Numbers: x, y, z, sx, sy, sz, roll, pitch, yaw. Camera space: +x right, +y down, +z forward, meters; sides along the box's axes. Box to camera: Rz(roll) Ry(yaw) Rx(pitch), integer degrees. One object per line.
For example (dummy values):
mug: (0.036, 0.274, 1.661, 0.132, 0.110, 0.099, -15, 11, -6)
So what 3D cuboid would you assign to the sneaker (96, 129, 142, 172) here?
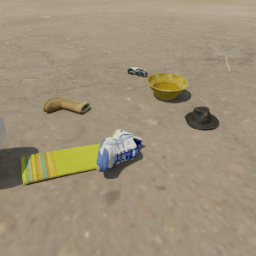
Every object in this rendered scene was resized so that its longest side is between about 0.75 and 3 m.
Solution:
sneaker: (-0.194, 0.644, 8.286, 0.947, 0.809, 2.149, 15, 28, 14)

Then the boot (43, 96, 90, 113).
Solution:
boot: (-2.461, -0.865, 11.186, 1.442, 0.477, 1.263, 16, 35, 22)

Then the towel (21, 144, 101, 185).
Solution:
towel: (-1.849, 1.043, 8.375, 2.529, 0.228, 1.088, -9, 38, -17)

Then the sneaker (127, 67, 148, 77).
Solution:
sneaker: (0.564, -3.008, 14.690, 1.159, 0.450, 0.500, 19, 33, 28)

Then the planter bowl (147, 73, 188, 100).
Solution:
planter bowl: (1.680, -1.724, 12.278, 1.761, 0.734, 1.761, 2, 36, -1)

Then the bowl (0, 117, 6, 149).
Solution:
bowl: (-4.050, 0.654, 7.610, 0.719, 1.926, 1.923, 32, 32, -30)

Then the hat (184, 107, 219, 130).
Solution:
hat: (2.798, -0.484, 10.489, 1.380, 0.557, 1.380, 1, 31, 0)
